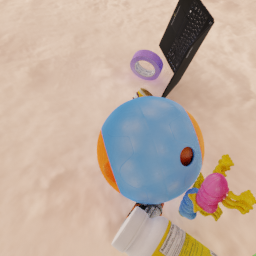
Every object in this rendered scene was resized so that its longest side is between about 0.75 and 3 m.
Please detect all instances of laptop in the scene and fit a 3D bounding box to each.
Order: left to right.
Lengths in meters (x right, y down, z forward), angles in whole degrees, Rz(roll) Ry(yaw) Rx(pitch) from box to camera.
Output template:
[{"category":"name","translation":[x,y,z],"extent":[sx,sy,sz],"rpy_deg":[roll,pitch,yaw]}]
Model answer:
[{"category":"laptop","translation":[1.299,-2.416,8.249],"extent":[1.399,2.401,2.709],"rpy_deg":[-8,60,-23]}]

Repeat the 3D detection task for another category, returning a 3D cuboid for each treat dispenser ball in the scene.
[{"category":"treat dispenser ball","translation":[0.432,0.414,5.473],"extent":[2.076,2.076,2.076],"rpy_deg":[0,47,0]}]

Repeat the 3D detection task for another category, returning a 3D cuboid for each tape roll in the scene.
[{"category":"tape roll","translation":[0.592,-2.002,8.975],"extent":[1.026,1.026,0.336],"rpy_deg":[16,60,14]}]

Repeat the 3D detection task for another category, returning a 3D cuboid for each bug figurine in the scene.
[{"category":"bug figurine","translation":[1.567,1.845,4.531],"extent":[0.755,2.274,2.933],"rpy_deg":[-11,48,-12]}]

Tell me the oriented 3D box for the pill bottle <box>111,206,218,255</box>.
[{"category":"pill bottle","translation":[0.687,2.205,4.746],"extent":[1.859,1.045,1.045],"rpy_deg":[35,54,7]}]

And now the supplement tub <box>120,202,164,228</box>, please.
[{"category":"supplement tub","translation":[0.319,1.823,5.715],"extent":[0.589,0.589,0.962],"rpy_deg":[24,51,21]}]

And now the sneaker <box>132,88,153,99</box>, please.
[{"category":"sneaker","translation":[0.649,-0.463,7.941],"extent":[0.527,0.634,1.406],"rpy_deg":[-3,51,-53]}]
